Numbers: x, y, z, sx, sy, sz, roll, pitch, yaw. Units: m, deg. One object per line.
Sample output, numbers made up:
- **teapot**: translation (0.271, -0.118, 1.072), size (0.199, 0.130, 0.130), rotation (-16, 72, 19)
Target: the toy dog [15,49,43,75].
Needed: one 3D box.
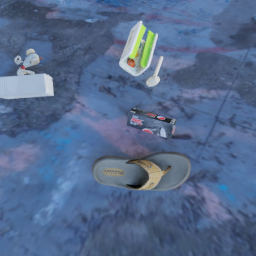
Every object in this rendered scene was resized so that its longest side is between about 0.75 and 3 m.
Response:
- **toy dog**: translation (-3.461, -2.295, 9.973), size (1.169, 0.771, 0.563), rotation (-13, -5, 37)

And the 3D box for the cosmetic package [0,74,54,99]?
- **cosmetic package**: translation (-3.177, -1.287, 8.735), size (1.525, 0.814, 0.688), rotation (-1, 91, 4)

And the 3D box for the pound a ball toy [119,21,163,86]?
- **pound a ball toy**: translation (0.512, -2.544, 10.026), size (1.418, 0.924, 2.174), rotation (31, 54, -23)

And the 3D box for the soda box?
- **soda box**: translation (0.683, -0.152, 8.186), size (1.381, 0.489, 0.437), rotation (17, 27, 13)

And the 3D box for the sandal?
- **sandal**: translation (0.290, 1.060, 6.759), size (2.425, 0.991, 0.662), rotation (3, 4, 4)
